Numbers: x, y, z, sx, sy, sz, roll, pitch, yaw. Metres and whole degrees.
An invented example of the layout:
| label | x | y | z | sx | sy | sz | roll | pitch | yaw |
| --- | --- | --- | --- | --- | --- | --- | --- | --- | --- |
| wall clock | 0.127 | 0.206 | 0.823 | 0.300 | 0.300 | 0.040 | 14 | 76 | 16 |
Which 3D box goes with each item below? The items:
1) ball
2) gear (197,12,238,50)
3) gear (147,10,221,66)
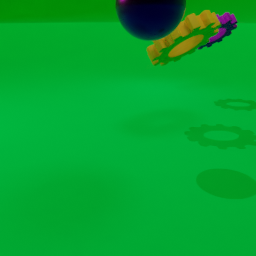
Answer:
| label | x | y | z | sx | sy | sz | roll | pitch | yaw |
| --- | --- | --- | --- | --- | --- | --- | --- | --- | --- |
| ball | 0.338 | -1.867 | 4.220 | 1.062 | 1.062 | 1.062 | 0 | 23 | 0 |
| gear | 2.755 | -3.121 | 9.136 | 1.555 | 0.288 | 1.555 | -19 | -11 | -4 |
| gear | 1.296 | -2.058 | 6.603 | 1.731 | 0.320 | 1.731 | -25 | -7 | -3 |
